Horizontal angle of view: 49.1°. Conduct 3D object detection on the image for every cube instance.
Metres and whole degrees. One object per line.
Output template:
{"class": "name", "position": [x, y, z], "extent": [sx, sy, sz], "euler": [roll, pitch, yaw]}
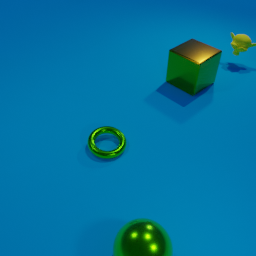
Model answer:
{"class": "cube", "position": [2.258, -2.138, 9.777], "extent": [1.292, 1.292, 1.292], "euler": [-33, 52, -30]}

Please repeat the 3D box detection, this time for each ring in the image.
{"class": "ring", "position": [-0.581, 0.385, 7.802], "extent": [1.094, 0.219, 1.094], "euler": [3, 50, -4]}

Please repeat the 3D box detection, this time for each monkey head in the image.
{"class": "monkey head", "position": [4.321, -3.194, 10.756], "extent": [1.092, 0.786, 0.658], "euler": [31, 80, 15]}

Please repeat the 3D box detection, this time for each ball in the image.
{"class": "ball", "position": [0.276, 2.270, 5.238], "extent": [1.118, 1.118, 1.118], "euler": [0, 43, 0]}
